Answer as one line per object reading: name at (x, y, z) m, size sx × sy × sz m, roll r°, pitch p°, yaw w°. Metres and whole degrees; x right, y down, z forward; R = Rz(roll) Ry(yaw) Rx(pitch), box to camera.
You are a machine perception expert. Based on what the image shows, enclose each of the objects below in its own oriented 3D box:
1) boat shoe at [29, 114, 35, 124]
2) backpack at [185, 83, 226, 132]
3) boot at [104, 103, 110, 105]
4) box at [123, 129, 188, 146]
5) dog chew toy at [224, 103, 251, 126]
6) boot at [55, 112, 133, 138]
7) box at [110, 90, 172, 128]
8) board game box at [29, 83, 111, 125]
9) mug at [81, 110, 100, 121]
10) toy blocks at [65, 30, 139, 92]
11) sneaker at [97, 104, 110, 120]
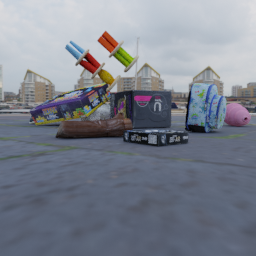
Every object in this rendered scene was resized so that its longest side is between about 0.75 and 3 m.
boat shoe at (-4.829, -0.541, 14.829) m, size 0.716 × 0.591 × 1.912 m, roll -1°, pitch 4°, yaw -13°
backpack at (2.610, -0.664, 9.215) m, size 1.151 × 1.566 × 1.433 m, roll 5°, pitch 4°, yaw 28°
boot at (-1.236, -1.285, 17.590) m, size 2.129 × 1.071 × 2.847 m, roll 1°, pitch 25°, yaw 12°
box at (0.604, 0.197, 6.276) m, size 0.935 × 0.254 × 1.168 m, roll -3°, pitch 5°, yaw -38°
dog chew toy at (4.827, -0.532, 12.367) m, size 1.029 × 1.029 × 1.652 m, roll 0°, pitch 13°, yaw -3°
boot at (-1.036, -0.048, 7.899) m, size 1.998 × 0.642 × 1.862 m, roll -5°, pitch 3°, yaw -13°
box at (0.439, -0.833, 12.145) m, size 1.754 × 1.522 × 2.870 m, roll -2°, pitch 5°, yaw -22°
board game box at (-2.614, -1.142, 13.024) m, size 2.972 × 0.843 × 2.457 m, roll -8°, pitch 21°, yaw 28°
mug at (-1.885, -0.510, 12.848) m, size 0.995 × 0.735 × 0.872 m, roll 17°, pitch 17°, yaw 9°
toy blocks at (-0.926, -2.446, 9.308) m, size 2.056 × 1.713 × 0.747 m, roll 39°, pitch 27°, yaw -14°
sneaker at (-1.465, -0.711, 14.627) m, size 2.709 × 1.180 × 1.009 m, roll 17°, pitch -20°, yaw 6°
